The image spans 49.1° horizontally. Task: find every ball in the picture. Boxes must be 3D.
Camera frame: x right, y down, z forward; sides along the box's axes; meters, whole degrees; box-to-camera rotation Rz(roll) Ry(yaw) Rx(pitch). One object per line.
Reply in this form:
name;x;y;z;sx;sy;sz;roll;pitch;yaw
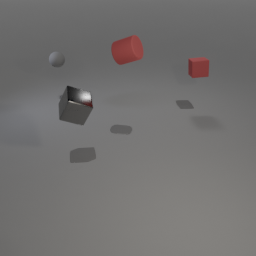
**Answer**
ball;-3.209;-3.094;12.669;0.700;0.700;0.700;0;29;0

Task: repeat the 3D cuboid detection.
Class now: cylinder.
cylinder;-0.012;-2.256;8.136;0.700;0.700;0.700;-8;22;30

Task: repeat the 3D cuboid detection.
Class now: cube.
cube;-1.436;-0.604;7.637;0.700;0.700;0.700;15;38;-28
cube;2.973;-2.555;11.824;0.700;0.700;0.700;-5;24;0
